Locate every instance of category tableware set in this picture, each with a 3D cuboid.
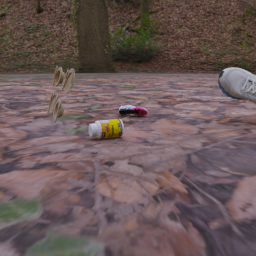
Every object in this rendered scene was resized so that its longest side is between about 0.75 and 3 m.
[{"bbox_3d":[-2.276,-1.175,9.243,0.242,1.740,2.083,12,9,-31],"label":"tableware set"}]

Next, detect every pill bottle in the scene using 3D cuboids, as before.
[{"bbox_3d":[-0.592,0.029,7.560,0.890,0.486,0.486,-6,15,-23],"label":"pill bottle"}]

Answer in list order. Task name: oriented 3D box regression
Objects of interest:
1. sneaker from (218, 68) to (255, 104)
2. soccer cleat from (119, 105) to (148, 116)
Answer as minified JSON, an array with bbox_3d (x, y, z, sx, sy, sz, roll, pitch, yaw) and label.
[{"bbox_3d":[4.284,-1.189,8.999,2.788,1.045,1.208,25,0,-4],"label":"sneaker"},{"bbox_3d":[0.202,-0.708,10.617,1.113,0.389,0.481,3,36,6],"label":"soccer cleat"}]
